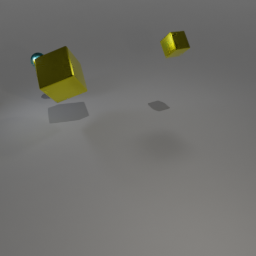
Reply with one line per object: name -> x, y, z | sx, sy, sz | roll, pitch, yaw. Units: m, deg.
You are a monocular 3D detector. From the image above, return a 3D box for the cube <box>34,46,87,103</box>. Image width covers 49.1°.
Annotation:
cube -> -2.604, -2.047, 10.942 | 1.400, 1.400, 1.400 | -20, 70, 8

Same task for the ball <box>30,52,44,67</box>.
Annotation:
ball -> -3.962, -2.991, 12.421 | 0.700, 0.700, 0.700 | 0, 31, 0

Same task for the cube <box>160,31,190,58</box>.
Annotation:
cube -> 1.737, -3.089, 10.376 | 0.700, 0.700, 0.700 | -16, -6, -28
